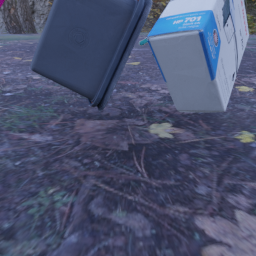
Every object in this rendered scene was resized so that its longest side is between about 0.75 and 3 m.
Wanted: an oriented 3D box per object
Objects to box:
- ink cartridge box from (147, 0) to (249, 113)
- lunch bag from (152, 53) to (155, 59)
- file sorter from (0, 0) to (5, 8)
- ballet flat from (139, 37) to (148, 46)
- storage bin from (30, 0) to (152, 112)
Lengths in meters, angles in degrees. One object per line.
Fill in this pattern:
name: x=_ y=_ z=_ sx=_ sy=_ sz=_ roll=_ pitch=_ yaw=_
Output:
ink cartridge box: x=1.730 y=-2.027 z=6.233 sx=1.196 sy=2.039 sz=2.784 roll=5 pitch=52 yaw=36
lunch bag: x=2.049 y=-2.922 z=9.769 sx=1.691 sy=1.268 sz=1.994 roll=-40 pitch=13 yaw=-17
file sorter: x=-4.622 y=-3.906 z=8.743 sx=0.920 sy=1.323 sz=0.830 roll=31 pitch=3 yaw=-43
ballet flat: x=0.806 y=-3.491 z=11.163 sx=0.812 sy=0.282 sz=0.282 roll=-24 pitch=24 yaw=3
storage bin: x=-1.032 y=-2.191 z=6.773 sx=1.893 sy=2.819 sz=2.052 roll=21 pitch=18 yaw=-21
